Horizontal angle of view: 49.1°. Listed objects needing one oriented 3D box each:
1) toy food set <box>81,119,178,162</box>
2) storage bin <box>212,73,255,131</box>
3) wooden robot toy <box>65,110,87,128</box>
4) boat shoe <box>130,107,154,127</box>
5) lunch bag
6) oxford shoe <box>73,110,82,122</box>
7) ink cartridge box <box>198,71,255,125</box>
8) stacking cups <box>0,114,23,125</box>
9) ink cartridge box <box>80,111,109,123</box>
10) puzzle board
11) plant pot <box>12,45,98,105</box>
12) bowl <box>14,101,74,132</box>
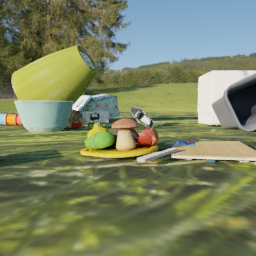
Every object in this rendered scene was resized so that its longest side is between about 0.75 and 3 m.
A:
[{"bbox_3d":[-0.072,0.122,4.325,0.978,0.543,1.663,-9,5,-43],"label":"toy food set"},{"bbox_3d":[4.207,-0.788,9.437,2.485,1.809,1.669,-25,-3,-10],"label":"storage bin"},{"bbox_3d":[-2.075,-0.409,10.355,0.778,0.801,1.765,2,5,32],"label":"wooden robot toy"},{"bbox_3d":[0.491,-0.452,10.487,1.138,0.430,0.343,36,8,23],"label":"boat shoe"},{"bbox_3d":[-1.976,-1.126,15.735,2.396,1.461,2.041,-13,14,-25],"label":"lunch bag"},{"bbox_3d":[-2.472,-0.446,11.764,0.638,0.652,1.789,1,4,11],"label":"oxford shoe"},{"bbox_3d":[4.545,-1.173,11.513,2.884,2.106,2.116,0,3,-1],"label":"ink cartridge box"},{"bbox_3d":[-5.202,-0.313,11.529,1.950,0.590,0.590,5,4,-9],"label":"stacking cups"},{"bbox_3d":[-1.709,-0.515,13.255,1.318,0.546,0.960,-3,3,-28],"label":"ink cartridge box"},{"bbox_3d":[1.352,0.368,4.603,1.226,0.142,1.627,0,4,10],"label":"puzzle board"},{"bbox_3d":[-2.720,-2.011,11.511,2.808,2.628,2.628,-32,-4,15],"label":"plant pot"},{"bbox_3d":[-2.653,-0.386,8.989,1.832,0.958,1.832,0,5,0],"label":"bowl"}]
